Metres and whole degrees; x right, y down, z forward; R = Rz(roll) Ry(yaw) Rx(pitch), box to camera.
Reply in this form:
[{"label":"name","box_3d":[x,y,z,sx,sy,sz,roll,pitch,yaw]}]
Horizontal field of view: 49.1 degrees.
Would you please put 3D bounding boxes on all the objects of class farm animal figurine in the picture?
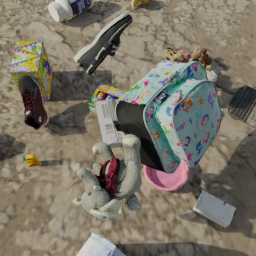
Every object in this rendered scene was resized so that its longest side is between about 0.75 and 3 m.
[{"label":"farm animal figurine","box_3d":[2.833,-3.016,12.734,2.270,1.184,2.245,0,58,0]}]

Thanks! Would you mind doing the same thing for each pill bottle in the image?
[{"label":"pill bottle","box_3d":[-3.037,-6.588,14.909,2.255,1.251,1.251,-39,66,-22]}]

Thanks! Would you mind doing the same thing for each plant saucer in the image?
[{"label":"plant saucer","box_3d":[1.394,1.578,10.332,1.653,0.419,1.653,0,57,0]}]

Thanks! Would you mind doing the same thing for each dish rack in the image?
[{"label":"dish rack","box_3d":[5.746,-0.786,11.600,2.896,0.790,2.221,31,62,18]}]

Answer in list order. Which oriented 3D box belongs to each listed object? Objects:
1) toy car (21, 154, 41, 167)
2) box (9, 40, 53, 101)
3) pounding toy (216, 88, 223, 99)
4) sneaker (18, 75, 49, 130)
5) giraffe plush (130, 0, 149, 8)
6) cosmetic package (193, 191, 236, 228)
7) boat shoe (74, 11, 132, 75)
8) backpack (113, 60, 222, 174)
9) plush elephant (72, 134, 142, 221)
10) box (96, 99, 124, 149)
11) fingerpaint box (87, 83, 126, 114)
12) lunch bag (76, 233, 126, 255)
[{"label":"toy car","box_3d":[-4.593,0.645,10.640,2.666,0.887,1.308,4,58,3]},{"label":"box","box_3d":[-4.045,-2.396,11.943,1.138,1.866,1.797,-3,58,-2]},{"label":"pounding toy","box_3d":[2.806,-1.763,11.535,2.144,1.883,0.981,11,59,7]},{"label":"sneaker","box_3d":[-3.717,-0.905,10.742,0.816,2.156,1.245,-16,21,7]},{"label":"giraffe plush","box_3d":[0.716,-7.244,15.471,1.009,1.245,1.074,-9,34,-12]},{"label":"cosmetic package","box_3d":[2.931,2.757,9.551,1.208,0.490,0.682,26,63,14]},{"label":"boat shoe","box_3d":[-0.726,-2.815,9.539,0.856,2.837,1.073,53,46,-9]},{"label":"backpack","box_3d":[1.374,-0.492,8.133,2.252,2.655,2.991,9,48,40]},{"label":"plush elephant","box_3d":[-0.606,1.472,7.301,1.744,1.856,2.253,-21,100,-41]},{"label":"box","box_3d":[0.107,-0.259,10.976,2.424,0.499,1.890,-8,67,-18]},{"label":"fingerpaint box","box_3d":[-0.761,-1.095,11.916,1.505,0.552,1.255,22,61,13]},{"label":"lunch bag","box_3d":[-0.984,4.251,7.228,1.813,2.852,2.418,29,62,17]}]
